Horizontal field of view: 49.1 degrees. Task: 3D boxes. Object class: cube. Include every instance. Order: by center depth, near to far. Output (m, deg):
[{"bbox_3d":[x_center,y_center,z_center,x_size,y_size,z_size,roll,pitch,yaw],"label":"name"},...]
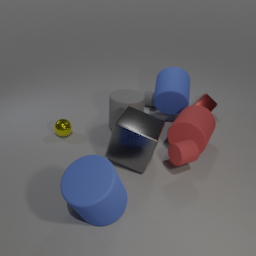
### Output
[{"bbox_3d":[0.249,0.357,9.313,1.400,1.400,1.400,23,32,6],"label":"cube"},{"bbox_3d":[3.321,-1.002,12.125,0.700,0.700,0.700,44,5,-2],"label":"cube"}]

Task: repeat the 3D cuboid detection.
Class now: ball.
[{"bbox_3d":[-2.543,-0.015,10.969,0.700,0.700,0.700,0,32,0],"label":"ball"}]

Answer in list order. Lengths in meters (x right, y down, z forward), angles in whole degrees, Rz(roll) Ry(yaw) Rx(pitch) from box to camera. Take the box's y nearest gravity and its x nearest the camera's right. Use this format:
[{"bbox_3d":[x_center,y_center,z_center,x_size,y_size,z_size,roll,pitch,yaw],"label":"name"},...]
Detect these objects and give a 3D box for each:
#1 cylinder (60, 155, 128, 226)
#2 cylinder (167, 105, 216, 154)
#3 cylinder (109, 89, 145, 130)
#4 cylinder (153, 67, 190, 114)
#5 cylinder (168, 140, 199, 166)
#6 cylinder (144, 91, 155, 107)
[{"bbox_3d":[-0.835,1.635,7.275,1.400,1.400,1.400,-8,52,10],"label":"cylinder"},{"bbox_3d":[2.305,0.072,10.110,1.400,1.400,1.400,16,35,23],"label":"cylinder"},{"bbox_3d":[-0.058,-0.679,11.302,1.400,1.400,1.400,2,30,-1],"label":"cylinder"},{"bbox_3d":[1.799,-1.511,11.410,1.400,1.400,1.400,5,54,9],"label":"cylinder"},{"bbox_3d":[1.727,0.766,8.725,0.700,0.700,0.700,-10,33,-29],"label":"cylinder"},{"bbox_3d":[1.136,-1.347,13.071,0.700,0.700,0.700,14,34,27],"label":"cylinder"}]
